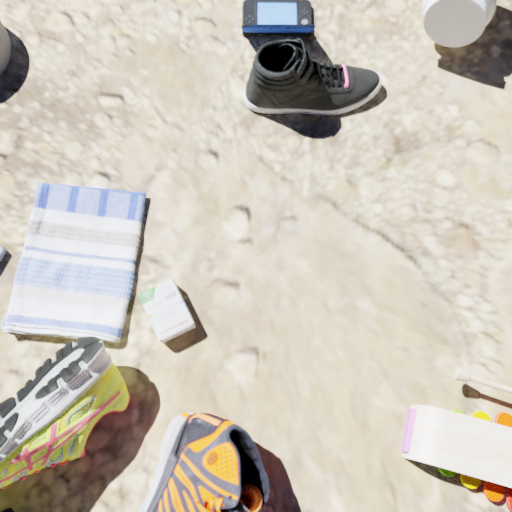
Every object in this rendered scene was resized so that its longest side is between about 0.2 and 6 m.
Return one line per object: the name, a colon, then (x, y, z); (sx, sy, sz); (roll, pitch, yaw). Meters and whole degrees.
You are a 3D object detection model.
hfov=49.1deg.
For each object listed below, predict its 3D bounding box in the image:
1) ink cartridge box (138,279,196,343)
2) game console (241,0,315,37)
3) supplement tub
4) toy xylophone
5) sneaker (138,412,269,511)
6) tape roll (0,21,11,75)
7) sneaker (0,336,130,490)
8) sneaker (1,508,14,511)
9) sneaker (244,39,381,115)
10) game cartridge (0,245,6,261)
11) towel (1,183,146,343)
ink cartridge box: (-1.255, 0.787, 7.945); (0.539, 0.325, 0.742); (-27, 74, -7)
game console: (0.353, -3.965, 9.175); (1.184, 0.701, 1.011); (0, 74, -1)
supplement tub: (3.265, -4.195, 8.872); (1.103, 1.103, 1.518); (19, 65, 6)
toy xylophone: (3.019, 2.382, 7.368); (2.024, 0.509, 1.482); (23, 75, 7)
sneaker: (-0.663, 3.142, 6.665); (1.359, 0.941, 2.426); (0, 71, 34)
tape roll: (-4.917, -3.456, 9.096); (1.676, 0.554, 1.676); (0, 74, -1)
sneaker: (-2.743, 2.337, 7.038); (2.747, 1.074, 1.240); (-39, 121, -12)
sneaker: (-2.952, 3.705, 6.727); (2.625, 0.993, 1.151); (11, 73, 2)
sneaker: (0.919, -2.774, 8.607); (2.225, 1.103, 0.787); (-5, 72, -3)
game cartridge: (-4.187, -0.061, 8.289); (0.881, 0.178, 0.587); (22, 78, 6)
towel: (-2.628, 0.061, 8.190); (1.732, 0.281, 2.358); (7, 73, 1)
